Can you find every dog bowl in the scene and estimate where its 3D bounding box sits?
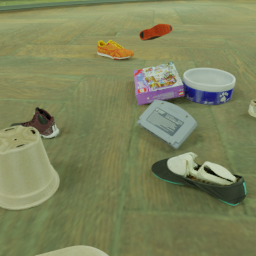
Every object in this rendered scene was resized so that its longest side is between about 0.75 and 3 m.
[{"bbox_3d":[3.115,-1.668,10.976,1.963,0.773,1.963,0,31,0],"label":"dog bowl"}]

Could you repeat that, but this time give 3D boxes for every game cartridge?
[{"bbox_3d":[1.175,-0.181,8.384,1.118,0.349,1.680,-45,49,-11],"label":"game cartridge"}]

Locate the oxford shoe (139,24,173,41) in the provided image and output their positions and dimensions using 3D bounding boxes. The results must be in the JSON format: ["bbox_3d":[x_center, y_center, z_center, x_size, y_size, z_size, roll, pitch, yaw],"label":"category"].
[{"bbox_3d":[0.982,-3.339,9.802,1.168,0.416,0.424,-9,0,12],"label":"oxford shoe"}]

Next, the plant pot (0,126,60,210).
[{"bbox_3d":[-2.428,0.789,6.353,1.544,1.413,1.544,0,32,0],"label":"plant pot"}]

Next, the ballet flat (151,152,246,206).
[{"bbox_3d":[1.627,1.016,6.582,2.287,0.782,0.778,16,36,25],"label":"ballet flat"}]

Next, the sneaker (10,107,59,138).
[{"bbox_3d":[-2.889,-0.238,8.506,1.575,0.910,0.596,4,32,7],"label":"sneaker"}]

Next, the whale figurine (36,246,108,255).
[{"bbox_3d":[-1.282,2.597,3.747,2.782,1.444,2.213,-12,9,24],"label":"whale figurine"}]

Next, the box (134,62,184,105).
[{"bbox_3d":[1.153,-1.840,11.192,1.739,0.497,2.542,-11,31,6],"label":"box"}]

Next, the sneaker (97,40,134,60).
[{"bbox_3d":[-0.750,-4.234,15.084,2.317,0.894,0.845,18,34,24],"label":"sneaker"}]

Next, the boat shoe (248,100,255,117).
[{"bbox_3d":[4.940,-0.537,9.335,1.712,0.556,0.618,18,36,27],"label":"boat shoe"}]
